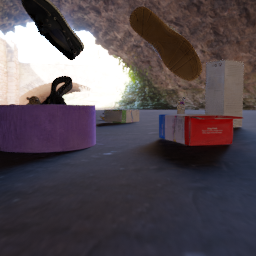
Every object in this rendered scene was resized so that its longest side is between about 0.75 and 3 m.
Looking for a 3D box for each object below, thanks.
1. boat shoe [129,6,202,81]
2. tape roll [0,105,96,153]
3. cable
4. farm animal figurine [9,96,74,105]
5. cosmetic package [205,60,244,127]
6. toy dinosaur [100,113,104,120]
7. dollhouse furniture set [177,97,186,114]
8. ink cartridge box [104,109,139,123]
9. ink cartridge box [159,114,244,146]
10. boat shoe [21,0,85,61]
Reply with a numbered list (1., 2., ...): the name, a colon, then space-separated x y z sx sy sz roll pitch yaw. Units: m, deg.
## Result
1. boat shoe: 1.108 -2.350 7.696 0.871 2.461 0.853 -41 11 23
2. tape roll: -1.737 -0.069 5.995 2.091 0.888 2.091 1 4 0
3. cable: -2.214 -0.707 8.592 1.418 0.735 2.920 -13 34 -8
4. farm animal figurine: -3.052 -0.634 9.957 2.675 1.345 2.160 1 5 16
5. cosmetic package: 3.712 -1.284 10.800 1.267 2.499 0.890 -3 6 -36
6. toy dinosaur: -0.923 -0.673 16.684 1.847 0.538 0.934 -11 25 -29
7. dollhouse furniture set: 2.503 -0.659 11.350 1.650 1.171 1.307 -2 5 -27
8. ink cartridge box: -0.287 -0.612 13.891 1.104 0.665 1.519 4 8 35
9. ink cartridge box: 1.592 0.010 6.442 1.105 0.639 1.901 -2 5 -18
10. boat shoe: -2.591 -3.304 9.413 0.986 0.874 2.637 -9 -42 35
